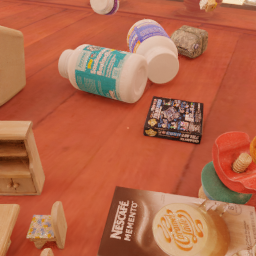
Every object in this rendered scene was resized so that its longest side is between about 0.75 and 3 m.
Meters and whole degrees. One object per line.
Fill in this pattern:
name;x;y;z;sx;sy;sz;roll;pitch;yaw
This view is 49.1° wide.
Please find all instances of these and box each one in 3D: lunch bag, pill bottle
lunch bag;2.632;-3.749;12.408;1.522;1.060;1.276;31;58;32
pill bottle;0.969;-2.966;10.890;1.642;1.642;2.931;-5;39;-7
pill bottle;-0.900;-1.929;9.592;2.910;1.612;1.612;16;41;20
pill bottle;-0.802;-4.224;9.414;0.773;0.773;1.388;6;21;8

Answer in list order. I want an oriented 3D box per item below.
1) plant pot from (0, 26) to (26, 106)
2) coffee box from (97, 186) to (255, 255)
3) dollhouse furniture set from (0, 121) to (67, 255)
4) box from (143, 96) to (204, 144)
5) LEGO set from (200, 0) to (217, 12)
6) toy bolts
plant pot;-5.073;-2.242;9.222;2.932;2.928;2.596;21;30;25
coffee box;0.886;2.086;4.982;2.589;1.032;1.480;6;39;8
dollhouse furniture set;-2.538;1.421;5.179;2.596;1.839;2.826;0;38;0
box;1.419;-0.295;8.501;1.659;0.415;1.672;8;39;10
LEGO set;2.395;-4.598;8.755;0.978;1.208;2.627;0;42;-26
toy bolts;2.813;1.209;5.661;2.692;1.867;2.572;-8;53;-15
